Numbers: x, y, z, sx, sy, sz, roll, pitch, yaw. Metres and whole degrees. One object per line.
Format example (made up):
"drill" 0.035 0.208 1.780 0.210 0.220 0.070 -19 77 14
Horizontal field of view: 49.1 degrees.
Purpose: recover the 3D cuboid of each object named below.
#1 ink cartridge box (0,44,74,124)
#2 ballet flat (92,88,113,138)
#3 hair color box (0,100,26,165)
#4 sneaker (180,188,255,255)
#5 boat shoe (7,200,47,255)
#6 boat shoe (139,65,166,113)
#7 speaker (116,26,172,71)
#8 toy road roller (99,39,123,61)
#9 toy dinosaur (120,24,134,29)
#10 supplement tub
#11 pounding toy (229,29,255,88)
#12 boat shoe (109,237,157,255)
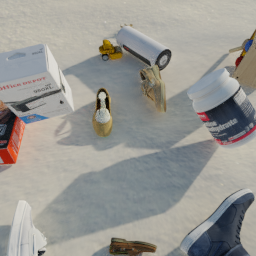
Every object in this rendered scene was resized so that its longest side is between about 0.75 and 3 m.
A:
"ink cartridge box" -2.908 -1.249 8.687 1.784 2.467 1.039 -14 65 0
"ballet flat" -0.977 -0.648 10.409 0.753 0.691 2.193 -5 49 -4
"hair color box" -4.482 -0.157 9.823 1.512 0.912 2.979 -4 48 -2
"sneaker" 2.837 2.825 7.043 2.522 0.959 1.822 -37 47 -17
"boat shoe" -2.522 3.076 7.029 0.925 0.972 2.699 9 37 -23
"boat shoe" 0.961 -1.515 11.080 0.882 0.975 2.735 -8 40 1
"speaker" 0.681 -3.698 12.843 1.086 1.086 2.675 -33 57 -26
"toy road roller" -0.805 -3.675 13.003 1.104 0.806 0.678 -8 49 -7
"toy dinosaur" -0.052 -5.150 14.585 0.710 0.409 1.404 5 49 3
"supplement tub" 3.126 -0.606 9.109 1.589 1.589 2.265 -44 103 -31
"pounding toy" 5.297 -3.199 11.908 1.661 2.151 2.336 26 54 8
"boat shoe" 0.126 3.163 7.256 1.237 0.445 0.421 1 53 13
